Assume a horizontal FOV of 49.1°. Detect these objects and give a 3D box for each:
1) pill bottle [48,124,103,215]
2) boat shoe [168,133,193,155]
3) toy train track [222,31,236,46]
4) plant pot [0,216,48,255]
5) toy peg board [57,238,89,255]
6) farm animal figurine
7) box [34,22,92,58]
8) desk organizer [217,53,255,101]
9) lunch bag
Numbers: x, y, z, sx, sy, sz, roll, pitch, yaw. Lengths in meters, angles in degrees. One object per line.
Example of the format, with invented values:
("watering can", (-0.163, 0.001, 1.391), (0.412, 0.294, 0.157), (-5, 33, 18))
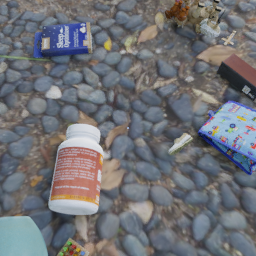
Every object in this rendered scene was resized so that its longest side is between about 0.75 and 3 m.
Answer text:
("pill bottle", (-1.667, 1.378, 9.501), (1.588, 1.588, 2.832), (3, 64, 1))
("boat shoe", (1.912, 0.612, 10.580), (1.146, 0.428, 0.392), (-31, 62, -24))
("toy train track", (4.802, -4.256, 13.154), (0.595, 0.169, 1.038), (33, 67, 15))
("plant pot", (-3.405, 3.348, 8.102), (2.148, 2.148, 1.447), (-4, 70, -2))
("toy peg board", (-1.802, 4.046, 8.826), (0.815, 0.400, 0.819), (30, 68, 15))
("farm animal figurine", (2.975, -5.519, 13.149), (2.945, 1.553, 2.978), (21, 57, -3))
("box", (-3.034, -4.066, 12.923), (2.669, 0.432, 1.617), (-6, 63, -2))
("desk organizer", (4.867, -2.171, 11.796), (0.783, 0.730, 2.035), (-37, 69, -19))
("lunch bag", (4.095, 0.093, 10.507), (2.620, 1.233, 1.973), (38, 71, 27))
